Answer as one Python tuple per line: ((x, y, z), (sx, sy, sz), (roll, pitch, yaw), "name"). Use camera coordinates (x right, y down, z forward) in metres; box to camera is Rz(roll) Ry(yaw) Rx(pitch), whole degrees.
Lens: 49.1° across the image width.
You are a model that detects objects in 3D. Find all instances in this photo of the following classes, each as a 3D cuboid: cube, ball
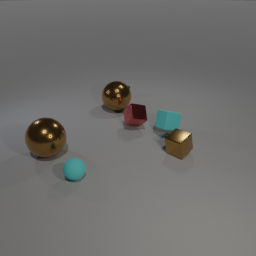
((0.297, -0.523, 11.530), (0.700, 0.700, 0.700), (6, 65, -28), "cube")
((-2.857, 0.331, 9.770), (1.400, 1.400, 1.400), (0, 28, 0), "ball")
((-0.536, -1.504, 13.185), (1.400, 1.400, 1.400), (0, 28, 0), "ball")
((1.810, 0.545, 9.957), (0.700, 0.700, 0.700), (20, 45, 41), "cube")
((1.577, -0.305, 11.050), (0.700, 0.700, 0.700), (6, 8, -32), "cube")
((-1.672, 1.279, 8.733), (0.700, 0.700, 0.700), (0, 28, 0), "ball")

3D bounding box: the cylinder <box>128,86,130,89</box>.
((-0.276, -1.879, 14.539), (0.700, 0.700, 0.700), (9, 29, 2), "cylinder")
